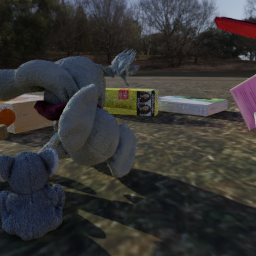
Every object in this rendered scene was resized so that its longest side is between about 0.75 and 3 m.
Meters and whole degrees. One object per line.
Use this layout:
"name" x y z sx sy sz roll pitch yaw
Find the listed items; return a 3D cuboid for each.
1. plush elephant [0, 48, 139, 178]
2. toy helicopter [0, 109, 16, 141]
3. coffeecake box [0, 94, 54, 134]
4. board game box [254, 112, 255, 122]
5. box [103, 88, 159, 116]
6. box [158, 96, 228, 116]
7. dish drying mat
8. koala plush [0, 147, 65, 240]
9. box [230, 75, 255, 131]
"plush elephant" -0.926 -0.096 4.934 2.735 2.252 2.117 -21 48 18
"toy helicopter" -3.616 0.209 5.804 2.782 1.097 1.840 -6 14 27
"coffeecake box" -3.774 -0.577 9.336 2.521 0.921 1.935 8 15 31
"board game box" 3.709 -0.202 6.784 1.131 0.714 0.196 -15 38 18
"box" -0.182 -1.095 11.407 2.795 1.052 0.700 5 14 18
"box" 2.593 -1.026 12.247 2.844 0.517 2.052 12 18 39
"dish drying mat" 4.110 -3.049 8.852 2.657 0.242 1.020 24 6 26
"koala plush" -1.189 0.729 3.439 0.868 0.978 0.899 -3 14 -18
"box" 5.016 -1.329 7.837 2.601 1.429 2.957 -18 -10 -30
